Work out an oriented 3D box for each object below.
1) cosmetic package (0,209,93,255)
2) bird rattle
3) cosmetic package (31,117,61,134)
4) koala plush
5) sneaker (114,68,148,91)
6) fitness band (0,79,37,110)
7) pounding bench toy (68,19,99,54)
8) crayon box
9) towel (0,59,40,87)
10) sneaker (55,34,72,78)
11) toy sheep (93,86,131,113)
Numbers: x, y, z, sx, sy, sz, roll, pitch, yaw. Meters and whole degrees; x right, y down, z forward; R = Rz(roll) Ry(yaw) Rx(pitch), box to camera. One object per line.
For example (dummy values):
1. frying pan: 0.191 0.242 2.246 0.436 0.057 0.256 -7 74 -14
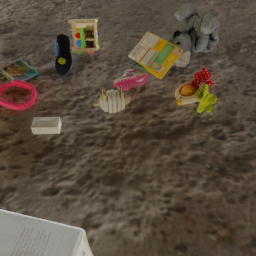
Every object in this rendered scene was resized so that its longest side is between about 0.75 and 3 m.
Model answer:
1. cosmetic package: -2.607 3.663 6.807 2.833 2.371 2.357 10 50 9
2. bird rattle: 2.908 -1.723 12.239 1.776 1.227 2.179 -13 48 17
3. cosmetic package: -3.269 -0.097 11.258 1.064 0.452 0.573 1 48 0
4. koala plush: 2.912 -4.262 14.009 2.664 2.448 2.362 -40 53 -5
5. sneaker: 0.047 -2.302 13.035 1.724 0.701 0.760 -20 51 -27
6. fitness band: -4.950 -1.490 12.395 1.892 0.354 1.358 15 60 13
7. pounding bench toy: -2.202 -4.490 13.871 1.314 1.650 2.115 -1 22 1
8. crayon box: 1.344 -3.335 13.074 1.540 0.632 2.449 -51 53 3
9. towel: -5.305 -2.701 13.647 1.298 0.192 1.769 -37 59 -28
10. sneaker: -3.277 -3.462 14.035 0.807 0.960 2.450 3 66 -19
11. toy sheep: -0.666 -1.131 11.739 1.590 1.097 1.097 -6 50 -7
